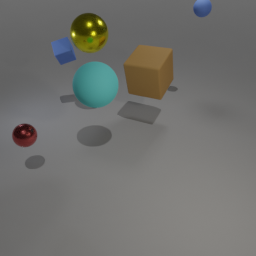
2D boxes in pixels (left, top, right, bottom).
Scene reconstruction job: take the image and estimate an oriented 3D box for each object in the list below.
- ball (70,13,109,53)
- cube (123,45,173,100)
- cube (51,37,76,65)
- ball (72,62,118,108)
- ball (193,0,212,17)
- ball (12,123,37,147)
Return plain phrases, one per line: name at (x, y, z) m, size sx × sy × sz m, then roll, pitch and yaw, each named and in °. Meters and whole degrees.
ball at (-1.407, -3.447, 10.214) m, size 1.400 × 1.400 × 1.400 m, roll 0°, pitch 32°, yaw 0°
cube at (0.825, -2.126, 10.618) m, size 1.400 × 1.400 × 1.400 m, roll 14°, pitch 50°, yaw 23°
cube at (-2.603, -3.128, 11.389) m, size 0.700 × 0.700 × 0.700 m, roll -19°, pitch 70°, yaw 1°
ball at (-0.992, -1.318, 8.589) m, size 1.400 × 1.400 × 1.400 m, roll 0°, pitch 32°, yaw 0°
ball at (2.910, -4.701, 10.943) m, size 0.700 × 0.700 × 0.700 m, roll 0°, pitch 32°, yaw 0°
ball at (-3.012, 0.215, 8.178) m, size 0.700 × 0.700 × 0.700 m, roll 0°, pitch 32°, yaw 0°
